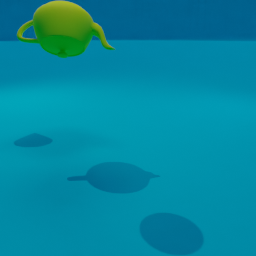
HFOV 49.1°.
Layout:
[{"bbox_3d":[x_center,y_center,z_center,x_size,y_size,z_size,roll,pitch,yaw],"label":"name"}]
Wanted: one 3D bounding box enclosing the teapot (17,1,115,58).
[{"bbox_3d":[-1.247,-1.907,5.728,1.981,0.970,1.232,1,-11,-4],"label":"teapot"}]
